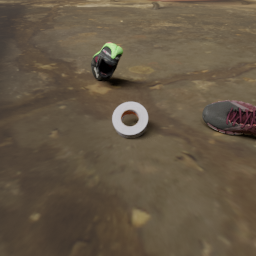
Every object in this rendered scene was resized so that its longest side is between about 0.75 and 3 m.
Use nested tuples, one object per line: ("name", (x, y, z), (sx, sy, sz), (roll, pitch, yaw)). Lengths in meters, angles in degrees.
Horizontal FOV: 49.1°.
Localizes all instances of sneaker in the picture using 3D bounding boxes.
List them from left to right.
("sneaker", (-0.847, -2.049, 9.330), (0.815, 2.125, 0.890), (24, 72, -12))
("sneaker", (2.899, -0.318, 6.452), (2.359, 0.893, 1.363), (13, -11, 20))

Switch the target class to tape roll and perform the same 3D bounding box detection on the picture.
("tape roll", (0.064, -0.197, 6.978), (0.888, 0.293, 0.888), (-2, 68, 4))
